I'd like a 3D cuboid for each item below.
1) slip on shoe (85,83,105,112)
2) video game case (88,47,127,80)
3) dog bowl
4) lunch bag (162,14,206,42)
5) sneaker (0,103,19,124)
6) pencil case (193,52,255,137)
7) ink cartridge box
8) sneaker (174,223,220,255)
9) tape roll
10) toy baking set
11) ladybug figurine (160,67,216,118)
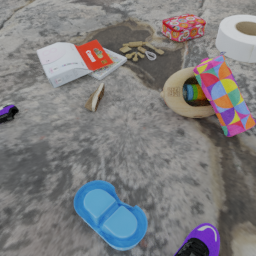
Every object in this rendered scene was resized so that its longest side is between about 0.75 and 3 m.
[{"bbox_3d":[-1.271,-1.243,10.938,0.437,0.548,1.442,11,56,8],"label":"slip on shoe"},{"bbox_3d":[-1.289,-3.001,12.760,1.724,0.217,1.895,29,54,25],"label":"video game case"},{"bbox_3d":[-0.482,2.363,7.544,2.196,0.544,1.224,33,55,28],"label":"dog bowl"},{"bbox_3d":[2.801,-5.258,14.513,2.022,0.828,1.781,-20,46,-18],"label":"lunch bag"},{"bbox_3d":[-4.518,-0.420,10.199,0.637,0.445,1.281,23,51,19],"label":"sneaker"},{"bbox_3d":[3.231,-1.117,9.440,1.227,1.227,2.777,-28,95,-24],"label":"pencil case"},{"bbox_3d":[-2.380,-3.119,12.289,2.797,0.798,2.273,-27,51,-6],"label":"ink cartridge box"},{"bbox_3d":[1.454,3.085,6.389,0.864,1.236,2.485,31,55,26],"label":"sneaker"},{"bbox_3d":[5.757,-4.339,13.470,2.880,1.007,2.880,1,47,-1],"label":"tape roll"},{"bbox_3d":[0.629,-3.666,13.408,2.002,0.233,1.536,-10,51,-9],"label":"toy baking set"},{"bbox_3d":[2.427,-1.290,10.334,2.705,0.973,1.836,-1,91,-14],"label":"ladybug figurine"}]
